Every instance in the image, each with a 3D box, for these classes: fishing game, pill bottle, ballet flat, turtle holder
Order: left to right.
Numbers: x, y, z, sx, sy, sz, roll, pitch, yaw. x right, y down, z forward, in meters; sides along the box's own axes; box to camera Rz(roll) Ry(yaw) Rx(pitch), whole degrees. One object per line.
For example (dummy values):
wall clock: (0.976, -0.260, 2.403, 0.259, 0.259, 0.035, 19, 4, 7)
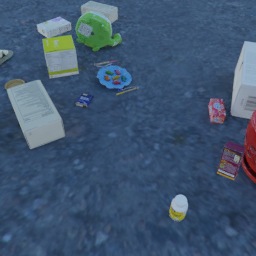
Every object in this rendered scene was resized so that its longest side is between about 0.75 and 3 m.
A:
ballet flat: (-5.727, -3.226, 12.623, 0.533, 0.504, 1.583, 12, 46, 12)
turtle holder: (-1.366, -4.712, 13.330, 2.087, 1.586, 1.482, 5, 44, 6)
fishing game: (-0.563, -2.167, 11.535, 1.464, 0.318, 2.045, -16, 55, -24)
pill bottle: (1.317, 2.054, 7.243, 0.424, 0.757, 0.424, 0, 45, 0)

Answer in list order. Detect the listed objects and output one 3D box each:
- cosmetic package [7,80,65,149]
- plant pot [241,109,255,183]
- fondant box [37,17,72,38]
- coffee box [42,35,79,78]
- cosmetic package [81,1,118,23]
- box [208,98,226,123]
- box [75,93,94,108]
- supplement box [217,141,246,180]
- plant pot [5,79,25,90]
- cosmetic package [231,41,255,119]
cosmetic package: (-3.217, -0.549, 9.720, 1.287, 0.870, 2.446, -20, 49, -19)
plant pot: (4.301, 0.603, 7.826, 2.148, 1.956, 2.148, 0, 45, 0)
fondant box: (-3.873, -5.293, 14.718, 1.447, 0.421, 1.044, -33, 54, -29)
coffee box: (-2.863, -3.047, 11.920, 1.257, 1.243, 1.255, -12, 47, -11)
cosmetic package: (-1.598, -6.482, 15.708, 1.867, 0.682, 0.966, 24, 50, 21)
box: (3.206, -0.624, 10.107, 0.449, 0.430, 0.902, 4, 46, 4)
box: (-1.646, -1.106, 10.807, 0.471, 0.126, 0.777, 13, 46, 13)
supplement box: (2.686, 0.848, 7.298, 0.472, 0.856, 0.367, 21, 31, 28)
plant pot: (-4.604, -1.725, 11.425, 0.796, 0.109, 0.796, 0, 46, -1)
cosmetic package: (4.657, -1.871, 10.593, 1.101, 1.512, 2.973, 12, 46, 12)
